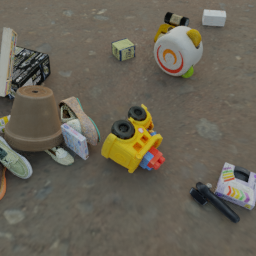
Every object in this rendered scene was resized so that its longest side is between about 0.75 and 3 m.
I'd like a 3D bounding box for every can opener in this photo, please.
[{"bbox_3d":[2.868,2.409,9.119,1.749,0.688,0.554,37,19,25],"label":"can opener"}]

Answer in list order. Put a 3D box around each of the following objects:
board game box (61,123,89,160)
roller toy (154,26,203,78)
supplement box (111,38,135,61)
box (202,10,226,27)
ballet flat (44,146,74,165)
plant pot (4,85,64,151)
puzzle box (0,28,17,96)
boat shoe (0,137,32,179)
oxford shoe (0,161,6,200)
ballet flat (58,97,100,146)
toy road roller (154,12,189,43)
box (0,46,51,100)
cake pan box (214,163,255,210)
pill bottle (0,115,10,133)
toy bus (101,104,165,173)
[{"bbox_3d":[-1.950,0.508,10.348,1.116,1.119,0.230,33,56,25],"label":"board game box"},{"bbox_3d":[2.447,-3.744,13.486,2.060,2.258,1.578,29,55,31],"label":"roller toy"},{"bbox_3d":[-0.241,-4.176,14.903,0.952,0.639,0.951,-24,52,-20],"label":"supplement box"},{"bbox_3d":[5.299,-6.780,17.263,1.301,0.634,0.809,7,48,7],"label":"box"},{"bbox_3d":[-2.685,0.881,10.434,1.544,0.481,0.521,26,54,21],"label":"ballet flat"},{"bbox_3d":[-3.387,-0.480,10.300,2.176,1.898,2.176,9,27,-4],"label":"plant pot"},{"bbox_3d":[-4.476,-2.412,10.382,0.301,2.367,1.575,8,10,-17],"label":"puzzle box"},{"bbox_3d":[-4.141,1.068,9.662,1.898,0.589,0.683,45,98,-4],"label":"boat shoe"},{"bbox_3d":[-4.847,1.090,9.826,1.068,1.092,2.995,-16,50,-14],"label":"oxford shoe"},{"bbox_3d":[-2.073,-0.223,11.084,0.993,1.005,2.952,-10,38,-27],"label":"ballet flat"},{"bbox_3d":[2.551,-5.212,15.631,1.315,1.563,2.141,28,91,23],"label":"toy road roller"},{"bbox_3d":[-5.138,-2.572,12.919,2.100,1.104,2.564,16,45,7],"label":"box"},{"bbox_3d":[3.756,1.943,9.568,1.265,0.359,1.373,23,52,16],"label":"cake pan box"},{"bbox_3d":[-4.694,-0.238,11.371,1.068,0.593,0.593,-21,51,-19],"label":"pill bottle"},{"bbox_3d":[0.479,0.521,10.215,2.166,1.531,2.256,35,53,12],"label":"toy bus"}]
